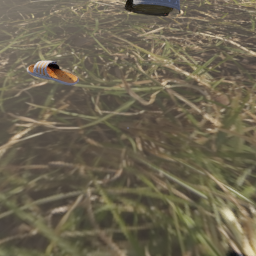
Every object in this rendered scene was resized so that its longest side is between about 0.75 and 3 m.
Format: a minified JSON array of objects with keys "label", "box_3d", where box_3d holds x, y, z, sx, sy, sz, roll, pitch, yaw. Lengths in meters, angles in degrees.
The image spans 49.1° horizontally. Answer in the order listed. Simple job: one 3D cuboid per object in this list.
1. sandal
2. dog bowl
[{"label":"sandal","box_3d":[-1.750,-1.375,6.583,1.284,0.368,0.492,17,45,9]},{"label":"dog bowl","box_3d":[0.809,-4.061,9.044,1.849,0.542,1.849,6,12,-1]}]
